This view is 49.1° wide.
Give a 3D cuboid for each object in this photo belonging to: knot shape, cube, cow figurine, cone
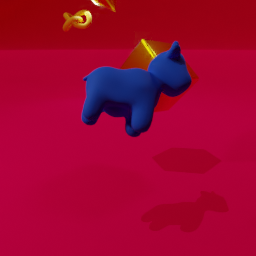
[{"bbox_3d":[-1.988,-4.249,11.044,1.141,0.564,1.220,-6,40,7],"label":"knot shape"},{"bbox_3d":[0.439,-0.783,4.358,0.792,0.792,0.792,-11,62,-47],"label":"cube"},{"bbox_3d":[0.086,-0.427,2.691,1.006,0.990,0.552,15,-13,-9],"label":"cow figurine"},{"bbox_3d":[-0.639,-4.412,9.827,1.008,1.008,1.012,-11,62,-31],"label":"cone"}]
